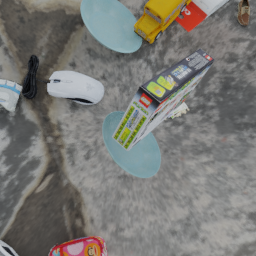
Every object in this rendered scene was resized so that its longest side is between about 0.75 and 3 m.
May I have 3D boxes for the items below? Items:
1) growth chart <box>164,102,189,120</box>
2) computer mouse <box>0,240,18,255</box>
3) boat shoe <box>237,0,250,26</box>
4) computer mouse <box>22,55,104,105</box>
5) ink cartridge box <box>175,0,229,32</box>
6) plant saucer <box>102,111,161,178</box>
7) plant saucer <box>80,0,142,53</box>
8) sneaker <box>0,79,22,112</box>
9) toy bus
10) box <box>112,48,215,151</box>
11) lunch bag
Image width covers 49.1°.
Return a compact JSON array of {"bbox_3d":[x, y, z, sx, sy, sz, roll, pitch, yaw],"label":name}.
[{"bbox_3d":[1.447,-0.629,9.037,0.930,0.082,0.673,-24,75,-7],"label":"growth chart"},{"bbox_3d":[-3.615,3.585,7.527,2.771,0.608,1.520,36,72,16],"label":"computer mouse"},{"bbox_3d":[4.122,-4.140,9.939,0.404,0.383,1.068,-1,73,0],"label":"boat shoe"},{"bbox_3d":[-2.085,-1.464,9.021,2.675,0.587,1.467,11,73,3],"label":"computer mouse"},{"bbox_3d":[2.428,-4.804,10.073,2.271,0.648,1.846,-39,77,-15],"label":"ink cartridge box"},{"bbox_3d":[0.029,0.384,6.023,1.615,0.311,1.615,27,43,-28],"label":"plant saucer"},{"bbox_3d":[-0.586,-3.369,9.305,2.348,0.452,2.348,17,59,-29],"label":"plant saucer"},{"bbox_3d":[-4.706,-0.963,8.720,2.632,0.987,1.141,4,83,4],"label":"sneaker"},{"bbox_3d":[1.324,-4.149,9.491,0.858,1.031,2.635,40,79,7],"label":"toy bus"},{"bbox_3d":[0.785,-0.647,5.636,0.431,1.368,2.485,41,44,11],"label":"box"},{"bbox_3d":[-1.307,3.930,7.337,1.698,0.790,1.928,-14,73,1],"label":"lunch bag"}]
